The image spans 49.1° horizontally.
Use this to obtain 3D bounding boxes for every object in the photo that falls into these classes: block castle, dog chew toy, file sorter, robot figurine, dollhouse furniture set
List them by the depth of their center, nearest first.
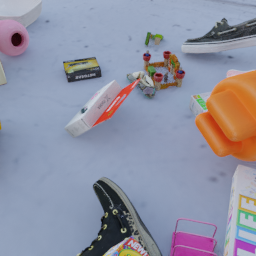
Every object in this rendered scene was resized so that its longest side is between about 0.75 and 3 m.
[{"bbox_3d":[1.026,2.049,4.418,0.709,0.640,1.020,7,44,11],"label":"file sorter"},{"bbox_3d":[2.855,-0.377,5.607,2.949,2.121,1.720,-16,22,-21],"label":"robot figurine"},{"bbox_3d":[1.075,-1.841,8.532,0.973,0.683,1.456,-9,44,-10],"label":"block castle"},{"bbox_3d":[-4.271,-3.188,9.716,1.866,1.162,1.162,25,48,37],"label":"dog chew toy"},{"bbox_3d":[0.983,-3.244,10.373,0.583,0.447,0.890,14,16,6],"label":"dollhouse furniture set"}]

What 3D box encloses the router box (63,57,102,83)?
[{"bbox_3d":[-1.450,-1.855,8.832,1.078,0.282,0.848,-12,45,-13],"label":"router box"}]

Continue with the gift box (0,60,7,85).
[{"bbox_3d":[-4.543,-2.191,8.047,1.831,1.853,1.985,-22,47,-21],"label":"gift box"}]

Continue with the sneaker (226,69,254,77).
[{"bbox_3d":[3.491,-1.440,8.307,1.101,0.414,0.575,7,42,16],"label":"sneaker"}]

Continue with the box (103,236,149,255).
[{"bbox_3d":[-0.108,2.588,3.131,1.747,1.106,1.813,-35,75,-32],"label":"box"}]

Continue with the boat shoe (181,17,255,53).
[{"bbox_3d":[3.185,-3.091,9.188,2.884,1.023,1.039,-5,19,16],"label":"boat shoe"}]

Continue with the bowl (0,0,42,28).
[{"bbox_3d":[-4.694,-4.667,11.481,2.014,0.752,2.011,12,45,11],"label":"bowl"}]

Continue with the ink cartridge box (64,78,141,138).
[{"bbox_3d":[-0.606,-0.608,6.810,1.494,0.375,1.721,-26,22,44],"label":"ink cartridge box"}]

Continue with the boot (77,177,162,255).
[{"bbox_3d":[-0.482,1.815,4.584,1.452,0.694,1.922,-24,56,-24],"label":"boot"}]

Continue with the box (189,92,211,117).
[{"bbox_3d":[2.209,-0.521,7.318,0.936,0.452,0.826,-11,43,-13],"label":"box"}]

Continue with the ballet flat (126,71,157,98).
[{"bbox_3d":[0.420,-1.391,8.207,0.484,0.484,1.345,-21,47,-21],"label":"ballet flat"}]

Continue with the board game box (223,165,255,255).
[{"bbox_3d":[2.598,2.020,4.574,1.896,0.483,2.821,14,45,14],"label":"board game box"}]
